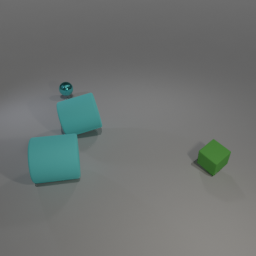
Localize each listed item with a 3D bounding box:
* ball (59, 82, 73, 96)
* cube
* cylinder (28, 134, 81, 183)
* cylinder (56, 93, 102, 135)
[{"bbox_3d":[-3.070,-1.939,13.880,0.700,0.700,0.700,0,31,0],"label":"ball"},{"bbox_3d":[2.714,0.933,8.894,0.700,0.700,0.700,-35,55,-20],"label":"cube"},{"bbox_3d":[-2.230,0.929,8.646,1.400,1.400,1.400,-5,31,-9],"label":"cylinder"},{"bbox_3d":[-1.853,-0.508,10.812,1.400,1.400,1.400,-17,32,-2],"label":"cylinder"}]
